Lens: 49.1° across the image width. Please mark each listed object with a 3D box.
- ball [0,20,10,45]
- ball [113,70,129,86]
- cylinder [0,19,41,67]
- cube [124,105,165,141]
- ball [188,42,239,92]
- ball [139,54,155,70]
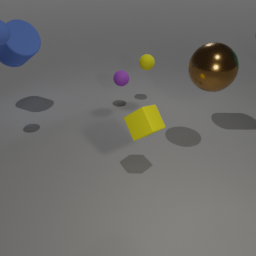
[{"bbox_3d":[-3.653,-2.663,7.793,0.700,0.700,0.700,0,30,0],"label":"ball"},{"bbox_3d":[-0.296,-2.193,12.389,0.700,0.700,0.700,0,30,0],"label":"ball"},{"bbox_3d":[-4.309,-3.231,10.825,1.400,1.400,1.400,-28,10,-40],"label":"cylinder"},{"bbox_3d":[0.449,-0.150,7.547,0.700,0.700,0.700,-27,-6,35],"label":"cube"},{"bbox_3d":[2.457,-1.747,8.101,1.400,1.400,1.400,0,30,0],"label":"ball"},{"bbox_3d":[0.847,-2.952,12.592,0.700,0.700,0.700,0,30,0],"label":"ball"}]
